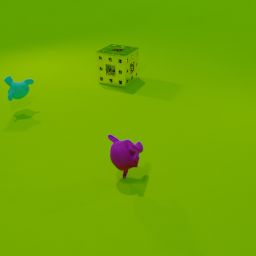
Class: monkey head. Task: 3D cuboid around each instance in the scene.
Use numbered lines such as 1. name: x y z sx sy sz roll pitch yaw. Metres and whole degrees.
1. monkey head: -3.458 -1.267 8.678 0.610 0.728 1.012 9 49 43
2. monkey head: -0.033 0.549 6.082 0.627 1.040 0.748 -17 7 29

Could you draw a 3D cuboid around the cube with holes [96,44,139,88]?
1. cube with holes: -0.381 -2.437 10.908 1.229 1.229 1.229 15 34 22
